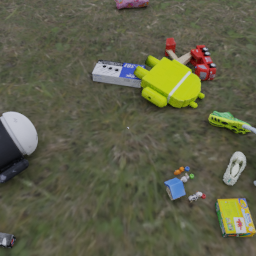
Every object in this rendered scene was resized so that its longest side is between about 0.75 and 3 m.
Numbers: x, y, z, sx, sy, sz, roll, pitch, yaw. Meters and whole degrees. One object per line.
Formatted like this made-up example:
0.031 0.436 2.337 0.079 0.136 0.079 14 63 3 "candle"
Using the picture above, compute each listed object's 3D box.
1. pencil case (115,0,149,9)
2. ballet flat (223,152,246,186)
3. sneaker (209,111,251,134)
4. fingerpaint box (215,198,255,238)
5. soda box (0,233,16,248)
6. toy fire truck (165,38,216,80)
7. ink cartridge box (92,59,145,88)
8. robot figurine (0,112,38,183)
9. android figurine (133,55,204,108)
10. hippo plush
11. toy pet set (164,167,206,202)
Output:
0.214 -6.768 14.822 1.790 0.783 0.783 -8 50 -4 "pencil case"
3.257 1.141 8.367 0.479 0.479 1.334 24 53 19 "ballet flat"
3.487 -0.255 9.478 1.429 0.529 0.597 21 53 15 "sneaker"
2.805 2.365 7.388 0.774 0.340 0.928 -2 51 -1 "fingerpaint box"
-3.288 2.810 7.072 0.806 0.255 0.285 6 50 6 "soda box"
2.530 -2.879 11.656 1.674 0.579 2.374 -5 51 -4 "toy fire truck"
-0.348 -2.183 11.163 1.952 0.432 0.918 10 51 8 "ink cartridge box"
-3.860 0.533 8.162 2.404 1.806 1.500 -32 23 -18 "robot figurine"
1.594 -1.704 10.514 2.668 0.548 2.428 33 56 11 "android figurine"
4.415 0.842 7.627 2.302 1.834 1.851 30 63 -2 "hippo plush"
1.564 1.543 7.923 1.031 0.587 1.105 -17 52 -14 "toy pet set"
